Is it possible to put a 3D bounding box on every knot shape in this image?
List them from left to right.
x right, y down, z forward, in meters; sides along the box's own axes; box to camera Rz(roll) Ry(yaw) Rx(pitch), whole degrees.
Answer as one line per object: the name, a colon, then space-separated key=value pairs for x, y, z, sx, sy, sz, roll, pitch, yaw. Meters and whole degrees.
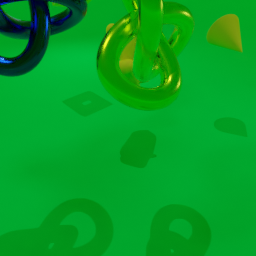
knot shape: x=-1.742 y=-1.694 z=4.327 sx=0.928 sy=1.879 sz=2.008 roll=47 pitch=13 yaw=33
knot shape: x=0.276 y=-1.156 z=4.076 sx=0.944 sy=2.043 sz=1.911 roll=3 pitch=67 yaw=29

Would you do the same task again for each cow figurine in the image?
cow figurine: x=0.062 y=-1.778 z=6.834 sx=0.917 sy=1.644 sz=1.670 roll=-7 pitch=23 yaw=24

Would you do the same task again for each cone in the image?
cone: x=2.760 y=-2.317 z=7.435 sx=0.959 sy=0.959 sz=0.963 roll=-12 pitch=57 yaw=-19

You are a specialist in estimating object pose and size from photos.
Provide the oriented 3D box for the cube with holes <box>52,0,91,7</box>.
cube with holes: x=-1.737 y=-4.577 z=8.735 sx=1.126 sy=1.126 sz=1.126 roll=-15 pitch=1 yaw=-40
